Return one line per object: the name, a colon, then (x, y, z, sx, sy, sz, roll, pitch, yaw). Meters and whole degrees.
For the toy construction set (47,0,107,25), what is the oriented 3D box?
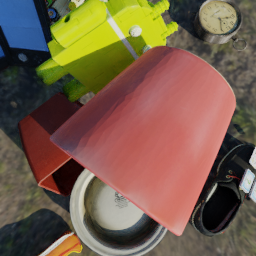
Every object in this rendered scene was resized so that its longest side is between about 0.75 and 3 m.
toy construction set: (-1.453, -3.432, 8.642, 1.795, 1.261, 2.738, 37, 82, -12)

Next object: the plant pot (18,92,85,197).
plant pot: (-1.597, 0.311, 7.311, 2.046, 2.044, 1.803, -39, 70, -9)

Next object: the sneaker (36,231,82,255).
sneaker: (-2.078, 3.499, 7.073, 2.028, 0.740, 0.782, -36, 85, -6)

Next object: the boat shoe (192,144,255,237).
boat shoe: (2.742, 1.615, 7.484, 1.033, 0.885, 2.823, 35, 77, 9)

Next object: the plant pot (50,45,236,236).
plant pot: (0.459, 0.086, 5.290, 2.880, 2.880, 2.548, 34, 78, 8)

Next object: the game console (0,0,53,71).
game console: (-3.430, -2.422, 7.181, 2.538, 2.945, 1.748, 9, 52, 10)

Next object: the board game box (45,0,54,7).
board game box: (-3.306, -5.476, 7.932, 2.800, 2.799, 2.802, 32, 78, 25)

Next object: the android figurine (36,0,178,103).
android figurine: (-0.352, -1.561, 5.749, 2.861, 2.604, 0.587, -28, 62, 11)

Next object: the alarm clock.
alarm clock: (2.933, -3.180, 8.786, 1.381, 0.682, 2.047, -36, 77, -9)

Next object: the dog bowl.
dog bowl: (-0.155, 1.984, 7.333, 2.579, 0.951, 2.579, 0, 76, 1)

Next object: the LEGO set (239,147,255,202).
LEGO set: (3.730, 1.198, 7.500, 1.268, 0.416, 1.697, 43, 65, -21)
